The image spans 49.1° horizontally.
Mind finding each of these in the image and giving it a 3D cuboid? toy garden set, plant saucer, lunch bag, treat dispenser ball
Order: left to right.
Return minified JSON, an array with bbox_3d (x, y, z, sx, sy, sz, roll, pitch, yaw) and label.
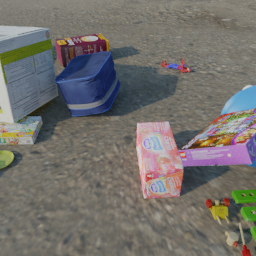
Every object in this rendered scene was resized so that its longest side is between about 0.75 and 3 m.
[{"bbox_3d":[-3.872,0.990,8.463,0.830,0.129,0.830,0,37,0],"label":"plant saucer"},{"bbox_3d":[-1.399,-1.684,10.811,1.793,1.746,2.639,-3,36,19],"label":"lunch bag"},{"bbox_3d":[2.802,2.302,6.477,1.593,0.381,1.911,-2,37,-6],"label":"toy garden set"},{"bbox_3d":[3.835,-0.036,8.006,2.381,2.381,2.381,0,36,0],"label":"treat dispenser ball"}]

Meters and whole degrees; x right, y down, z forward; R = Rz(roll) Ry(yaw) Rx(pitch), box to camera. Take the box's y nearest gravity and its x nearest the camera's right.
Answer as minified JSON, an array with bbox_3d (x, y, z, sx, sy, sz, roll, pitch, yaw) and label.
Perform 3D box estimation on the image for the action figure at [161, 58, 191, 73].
[{"bbox_3d":[2.401,-3.195,13.747,1.553,0.769,0.507,27,44,28],"label":"action figure"}]

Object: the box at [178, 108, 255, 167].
[{"bbox_3d":[2.335,0.139,6.214,1.517,0.433,2.217,-11,15,46],"label":"box"}]

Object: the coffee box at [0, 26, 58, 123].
[{"bbox_3d":[-4.594,-2.075,10.187,2.764,2.738,2.769,9,29,18],"label":"coffee box"}]

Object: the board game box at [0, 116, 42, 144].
[{"bbox_3d":[-4.008,0.064,9.569,1.840,0.315,1.237,0,35,0],"label":"board game box"}]

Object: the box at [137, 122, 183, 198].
[{"bbox_3d":[0.823,0.825,7.889,0.990,1.073,2.090,-2,37,-3],"label":"box"}]

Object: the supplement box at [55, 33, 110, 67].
[{"bbox_3d":[-2.373,-4.094,14.646,2.526,1.082,1.394,-14,38,-18],"label":"supplement box"}]

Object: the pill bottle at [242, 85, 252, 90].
[{"bbox_3d":[5.043,-1.126,10.862,0.748,0.748,1.285,-13,37,-17],"label":"pill bottle"}]
